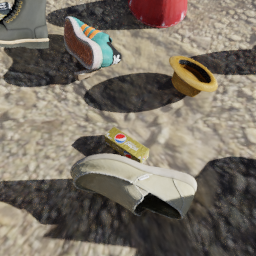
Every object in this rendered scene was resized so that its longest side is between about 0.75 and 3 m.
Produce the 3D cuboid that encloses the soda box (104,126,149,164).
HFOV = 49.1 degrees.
[{"bbox_3d":[-0.031,0.452,7.024,1.145,0.367,0.388,32,61,21],"label":"soda box"}]

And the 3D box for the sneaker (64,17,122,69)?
[{"bbox_3d":[-1.216,-2.734,9.056,1.129,1.008,2.825,-8,44,-33],"label":"sneaker"}]

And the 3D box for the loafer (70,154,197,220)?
[{"bbox_3d":[0.073,1.293,5.992,2.802,1.060,0.957,7,48,5],"label":"loafer"}]

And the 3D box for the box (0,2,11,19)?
[{"bbox_3d":[-4.508,-3.318,9.166,1.640,1.304,0.377,-15,58,-11],"label":"box"}]

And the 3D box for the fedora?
[{"bbox_3d":[1.759,-1.409,8.050,1.640,0.669,1.640,16,39,-14],"label":"fedora"}]

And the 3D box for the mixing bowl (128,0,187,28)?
[{"bbox_3d":[1.186,-4.914,10.045,2.274,1.232,2.274,2,67,-5],"label":"mixing bowl"}]

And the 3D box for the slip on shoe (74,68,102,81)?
[{"bbox_3d":[-1.201,-1.706,8.649,0.370,0.294,0.972,13,31,44],"label":"slip on shoe"}]

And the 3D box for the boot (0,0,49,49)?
[{"bbox_3d":[-2.719,-2.568,6.407,0.766,1.368,1.978,21,24,29],"label":"boot"}]
